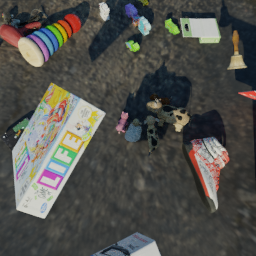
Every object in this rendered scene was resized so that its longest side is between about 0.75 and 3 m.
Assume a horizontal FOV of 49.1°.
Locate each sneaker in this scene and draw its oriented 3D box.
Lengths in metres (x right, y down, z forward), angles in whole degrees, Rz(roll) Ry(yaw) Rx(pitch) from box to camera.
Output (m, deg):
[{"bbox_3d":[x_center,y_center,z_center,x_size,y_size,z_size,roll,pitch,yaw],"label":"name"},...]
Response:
[{"bbox_3d":[2.376,1.196,7.798,1.120,0.698,2.091,-14,60,-5],"label":"sneaker"}]

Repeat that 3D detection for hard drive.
[{"bbox_3d":[-3.300,0.220,8.621,0.711,0.192,1.017,40,69,19],"label":"hard drive"}]

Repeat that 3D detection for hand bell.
[{"bbox_3d":[3.075,-2.219,7.939,0.542,0.542,1.042,-7,102,-4],"label":"hand bell"}]

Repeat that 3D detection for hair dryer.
[{"bbox_3d":[-3.947,-3.772,10.562,1.715,0.612,2.251,-8,63,-6],"label":"hair dryer"}]

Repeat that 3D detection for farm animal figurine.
[{"bbox_3d":[0.741,-0.257,8.414,1.998,1.005,1.614,-34,67,-17],"label":"farm animal figurine"}]

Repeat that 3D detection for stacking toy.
[{"bbox_3d":[0.388,-4.244,10.808,2.050,0.639,2.719,-29,66,-15],"label":"stacking toy"},{"bbox_3d":[-2.685,-3.339,10.192,1.085,1.085,2.541,32,59,16],"label":"stacking toy"}]

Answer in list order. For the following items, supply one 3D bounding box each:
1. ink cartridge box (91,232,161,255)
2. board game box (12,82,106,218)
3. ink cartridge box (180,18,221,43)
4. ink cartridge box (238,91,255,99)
[{"bbox_3d":[-0.142,2.535,5.166,1.348,0.974,0.568,-19,86,-21],"label":"ink cartridge box"},{"bbox_3d":[-1.432,0.151,5.086,0.454,2.650,1.781,30,90,-27],"label":"board game box"},{"bbox_3d":[2.722,-3.722,10.681,1.412,0.338,1.027,-1,61,-1],"label":"ink cartridge box"},{"bbox_3d":[4.226,-0.433,7.828,2.128,2.415,0.540,20,100,10],"label":"ink cartridge box"}]
